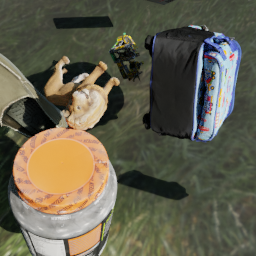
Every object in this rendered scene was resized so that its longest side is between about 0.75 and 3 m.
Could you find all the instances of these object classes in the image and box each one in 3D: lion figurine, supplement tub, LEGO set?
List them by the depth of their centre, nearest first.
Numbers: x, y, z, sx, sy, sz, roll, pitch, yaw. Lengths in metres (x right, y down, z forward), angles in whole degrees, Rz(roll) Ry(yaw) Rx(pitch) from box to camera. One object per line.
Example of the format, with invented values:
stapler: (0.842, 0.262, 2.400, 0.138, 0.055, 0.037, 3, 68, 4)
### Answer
lion figurine: (-0.969, -0.608, 4.897, 1.983, 0.719, 1.215, 15, 62, 49)
supplement tub: (-1.121, 1.399, 5.096, 1.740, 2.840, 1.740, 5, 49, -6)
LEGO set: (0.114, -1.759, 6.930, 0.669, 1.155, 0.888, -4, 31, 34)

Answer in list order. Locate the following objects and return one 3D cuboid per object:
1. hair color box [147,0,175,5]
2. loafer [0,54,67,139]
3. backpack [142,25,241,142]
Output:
hair color box: (0.689, -3.939, 7.790, 1.661, 0.843, 0.509, -4, 96, -37)
loafer: (-2.217, -0.623, 5.166, 2.731, 0.951, 1.027, 37, 89, -23)
backpack: (1.459, -1.046, 5.859, 1.569, 2.129, 2.332, 15, 30, 28)
